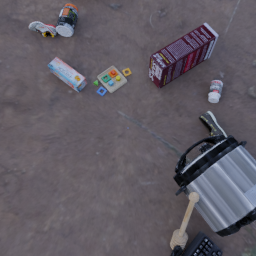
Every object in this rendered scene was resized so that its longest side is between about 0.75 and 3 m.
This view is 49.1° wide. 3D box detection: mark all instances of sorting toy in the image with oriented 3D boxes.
[{"bbox_3d":[-0.654,-2.074,11.701,1.739,0.237,0.979,-37,75,-12],"label":"sorting toy"}]

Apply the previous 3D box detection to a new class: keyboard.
[{"bbox_3d":[1.862,4.650,9.092,1.584,0.338,2.637,45,75,-6],"label":"keyboard"}]

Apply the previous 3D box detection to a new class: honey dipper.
[{"bbox_3d":[1.829,2.957,8.811,0.504,2.654,0.504,6,35,-4],"label":"honey dipper"}]

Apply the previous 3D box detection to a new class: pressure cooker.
[{"bbox_3d":[3.059,1.649,9.127,2.514,2.553,2.858,-14,60,-53],"label":"pressure cooker"}]

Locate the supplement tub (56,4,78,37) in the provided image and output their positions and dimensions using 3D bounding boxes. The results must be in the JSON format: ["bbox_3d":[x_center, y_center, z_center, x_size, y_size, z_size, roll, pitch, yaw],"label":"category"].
[{"bbox_3d":[-2.655,-4.757,12.344,0.784,0.784,1.280,11,71,4],"label":"supplement tub"}]

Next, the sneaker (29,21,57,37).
[{"bbox_3d":[-3.771,-4.330,12.351,1.261,0.491,0.518,10,72,4],"label":"sneaker"}]

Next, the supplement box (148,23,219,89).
[{"bbox_3d":[2.175,-2.884,11.313,2.744,1.493,0.835,-33,71,-12],"label":"supplement box"}]

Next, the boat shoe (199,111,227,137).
[{"bbox_3d":[3.311,0.122,10.788,0.489,0.579,1.623,-24,65,-6],"label":"boat shoe"}]

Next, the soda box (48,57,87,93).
[{"bbox_3d":[-2.499,-2.204,11.595,1.643,0.522,0.562,37,75,13],"label":"soda box"}]

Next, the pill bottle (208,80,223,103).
[{"bbox_3d":[3.539,-1.474,11.365,0.471,0.471,0.828,15,71,5],"label":"pill bottle"}]
